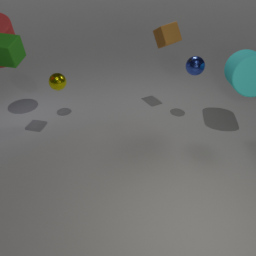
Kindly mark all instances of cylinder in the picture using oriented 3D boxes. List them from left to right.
[{"bbox_3d":[-4.705,-3.117,9.961,1.400,1.400,1.400,2,57,-3],"label":"cylinder"},{"bbox_3d":[4.216,-1.939,9.799,1.400,1.400,1.400,4,24,6],"label":"cylinder"}]

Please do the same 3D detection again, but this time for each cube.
[{"bbox_3d":[-3.547,-2.279,8.229,0.700,0.700,0.700,9,49,9],"label":"cube"},{"bbox_3d":[1.456,-3.437,10.379,0.700,0.700,0.700,-23,13,-17],"label":"cube"}]

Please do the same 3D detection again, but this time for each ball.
[{"bbox_3d":[-2.778,-1.823,11.060,0.700,0.700,0.700,0,31,0],"label":"ball"},{"bbox_3d":[2.457,-2.271,10.231,0.700,0.700,0.700,0,31,0],"label":"ball"}]
